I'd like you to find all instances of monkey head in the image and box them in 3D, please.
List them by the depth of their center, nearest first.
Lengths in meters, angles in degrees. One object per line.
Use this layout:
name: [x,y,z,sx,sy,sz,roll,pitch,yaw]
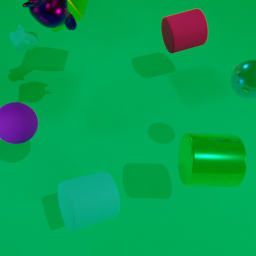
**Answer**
monkey head: [-1.410,-2.471,5.504,1.041,1.446,0.872,-10,86,25]

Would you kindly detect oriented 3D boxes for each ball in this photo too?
ball: [2.315,-0.911,5.250,0.733,0.733,0.733,0,55,0]
ball: [-2.420,-0.106,6.068,0.912,0.912,0.912,0,55,0]

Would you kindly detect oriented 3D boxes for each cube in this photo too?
cube: [-1.807,-3.441,7.424,1.058,1.058,1.058,-12,55,29]

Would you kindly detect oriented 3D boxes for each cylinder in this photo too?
cylinder: [-0.701,1.269,4.923,0.847,0.847,0.847,-11,54,-29]
cylinder: [1.497,0.584,5.134,0.959,0.959,0.959,2,55,-4]
cylinder: [1.636,-2.836,8.223,1.051,1.051,1.051,-17,57,-5]

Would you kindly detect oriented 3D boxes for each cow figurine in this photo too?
cow figurine: [-2.926,-2.544,8.000,1.071,1.054,0.588,-35,103,-46]
